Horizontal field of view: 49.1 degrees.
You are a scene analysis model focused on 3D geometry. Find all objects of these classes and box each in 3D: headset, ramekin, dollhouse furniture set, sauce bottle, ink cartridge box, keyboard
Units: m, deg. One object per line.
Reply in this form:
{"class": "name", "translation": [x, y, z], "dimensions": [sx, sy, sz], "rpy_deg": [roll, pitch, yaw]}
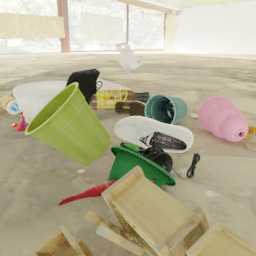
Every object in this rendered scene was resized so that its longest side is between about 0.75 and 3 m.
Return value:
{"class": "headset", "translation": [0.790, 0.735, 7.184], "dimensions": [2.066, 0.971, 1.276], "rpy_deg": [23, 3, -6]}
{"class": "ramekin", "translation": [-3.275, -1.101, 12.015], "dimensions": [2.984, 1.390, 2.984], "rpy_deg": [1, 19, 0]}
{"class": "dollhouse furniture set", "translation": [0.232, 2.128, 3.814], "dimensions": [2.213, 1.391, 2.502], "rpy_deg": [-36, 33, -19]}
{"class": "sauce bottle", "translation": [-0.390, -1.434, 13.667], "dimensions": [2.864, 0.927, 0.927], "rpy_deg": [-4, 20, -7]}
{"class": "ink cartridge box", "translation": [-0.054, -3.405, 13.380], "dimensions": [0.344, 1.356, 1.539], "rpy_deg": [-32, 6, 29]}
{"class": "keyboard", "translation": [-1.749, -0.775, 8.870], "dimensions": [1.442, 2.771, 0.549], "rpy_deg": [-17, 58, -46]}

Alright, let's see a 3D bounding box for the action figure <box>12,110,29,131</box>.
{"class": "action figure", "translation": [-3.687, -0.250, 10.621], "dimensions": [1.593, 0.789, 0.520], "rpy_deg": [0, 19, 8]}

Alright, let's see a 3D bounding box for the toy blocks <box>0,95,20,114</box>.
{"class": "toy blocks", "translation": [-5.692, -0.935, 12.635], "dimensions": [1.543, 0.672, 1.851], "rpy_deg": [-13, 23, -34]}

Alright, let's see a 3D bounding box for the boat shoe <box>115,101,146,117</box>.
{"class": "boat shoe", "translation": [0.400, -0.847, 12.383], "dimensions": [0.825, 0.776, 2.166], "rpy_deg": [-2, 16, -43]}

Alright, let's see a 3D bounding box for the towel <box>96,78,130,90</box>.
{"class": "towel", "translation": [-1.099, -2.102, 15.319], "dimensions": [2.430, 0.410, 2.544], "rpy_deg": [19, 24, -1]}

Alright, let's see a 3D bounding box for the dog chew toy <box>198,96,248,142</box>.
{"class": "dog chew toy", "translation": [3.397, -0.264, 9.896], "dimensions": [1.389, 1.389, 2.230], "rpy_deg": [-4, 27, -11]}

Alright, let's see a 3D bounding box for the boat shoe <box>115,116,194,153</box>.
{"class": "boat shoe", "translation": [0.737, 0.294, 9.012], "dimensions": [2.636, 0.949, 0.903], "rpy_deg": [16, 22, 14]}

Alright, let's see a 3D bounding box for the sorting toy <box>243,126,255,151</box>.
{"class": "sorting toy", "translation": [4.937, 0.359, 9.372], "dimensions": [2.178, 0.391, 2.923], "rpy_deg": [-18, 26, -40]}

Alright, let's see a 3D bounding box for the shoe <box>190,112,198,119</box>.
{"class": "shoe", "translation": [3.197, -0.531, 12.101], "dimensions": [0.977, 0.261, 0.342], "rpy_deg": [5, 20, 13]}

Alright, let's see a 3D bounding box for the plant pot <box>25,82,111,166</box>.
{"class": "plant pot", "translation": [-1.212, 0.038, 6.425], "dimensions": [1.591, 1.511, 1.591], "rpy_deg": [-35, 25, 19]}

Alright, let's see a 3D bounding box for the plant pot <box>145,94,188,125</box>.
{"class": "plant pot", "translation": [1.614, -0.692, 11.143], "dimensions": [1.385, 1.385, 1.357], "rpy_deg": [15, 17, 36]}

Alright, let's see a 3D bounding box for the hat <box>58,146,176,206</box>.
{"class": "hat", "translation": [-0.157, 1.499, 6.267], "dimensions": [1.952, 1.718, 1.617], "rpy_deg": [29, -18, 5]}
